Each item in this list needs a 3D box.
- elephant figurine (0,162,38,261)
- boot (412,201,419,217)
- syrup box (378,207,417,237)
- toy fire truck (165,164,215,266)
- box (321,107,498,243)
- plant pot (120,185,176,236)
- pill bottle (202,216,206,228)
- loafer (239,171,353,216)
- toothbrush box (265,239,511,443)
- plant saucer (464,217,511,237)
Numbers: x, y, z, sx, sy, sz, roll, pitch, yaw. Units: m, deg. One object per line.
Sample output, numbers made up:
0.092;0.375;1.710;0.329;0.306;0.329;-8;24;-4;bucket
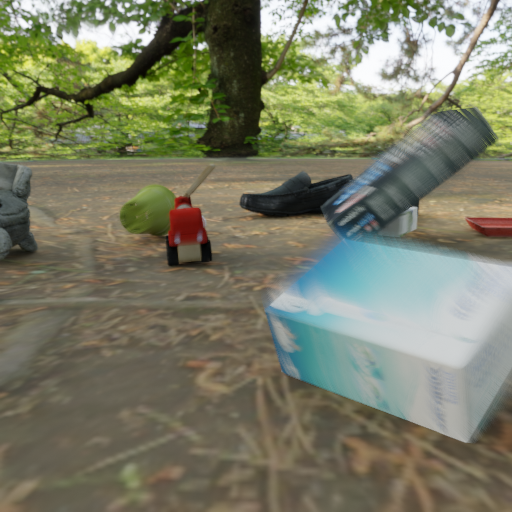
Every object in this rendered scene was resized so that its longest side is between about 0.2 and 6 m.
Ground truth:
-4.916;-0.738;10.243;3.088;2.185;2.395;13;60;14;elephant figurine
3.371;-1.420;15.074;1.699;0.901;2.580;1;7;30;boot
3.289;-0.811;12.955;0.547;0.529;1.343;7;14;29;syrup box
-1.159;-0.777;10.101;1.056;1.641;1.444;-6;13;-8;toy fire truck
2.973;-1.654;11.732;3.442;0.792;2.736;-39;8;11;box
-2.352;-0.894;11.929;1.148;1.148;1.090;3;13;15;plant pot
-1.476;-0.700;12.736;0.406;0.406;0.723;6;14;24;pill bottle
1.175;-1.754;15.620;3.425;1.202;1.163;-4;13;-18;loafer
1.248;0.614;5.008;1.859;0.793;1.361;10;37;41;toothbrush box
5.704;-0.656;12.893;1.428;0.263;1.431;1;13;4;plant saucer
